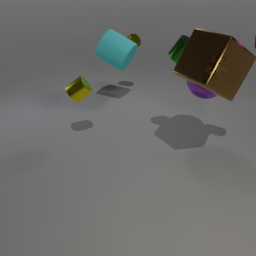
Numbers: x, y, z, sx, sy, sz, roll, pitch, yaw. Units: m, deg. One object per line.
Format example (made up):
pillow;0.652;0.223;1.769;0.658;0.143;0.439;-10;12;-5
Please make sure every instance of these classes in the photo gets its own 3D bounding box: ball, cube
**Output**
ball;2.733;-1.708;9.700;1.400;1.400;1.400;0;29;0
cube;2.454;-1.809;8.042;1.400;1.400;1.400;17;14;-39

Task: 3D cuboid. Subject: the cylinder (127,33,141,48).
cylinder;0.157;-4.176;13.790;0.700;0.700;0.700;-26;4;-39

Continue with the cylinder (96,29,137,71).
cylinder;-0.517;-3.545;12.806;1.400;1.400;1.400;32;35;5

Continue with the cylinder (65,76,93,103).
cylinder;-1.710;-1.348;9.824;0.700;0.700;0.700;-36;27;11

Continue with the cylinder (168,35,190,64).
cylinder;1.770;-2.467;8.943;0.700;0.700;0.700;22;41;-21
